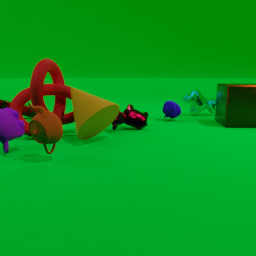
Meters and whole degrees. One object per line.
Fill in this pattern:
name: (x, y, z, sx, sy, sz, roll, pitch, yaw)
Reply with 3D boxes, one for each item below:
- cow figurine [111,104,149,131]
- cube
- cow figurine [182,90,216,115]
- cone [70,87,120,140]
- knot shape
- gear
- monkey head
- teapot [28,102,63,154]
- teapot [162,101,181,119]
cow figurine: (0.029, -0.255, 8.116, 1.146, 0.629, 1.127, 23, 29, 0)
cube: (3.621, -0.753, 8.964, 1.291, 1.291, 1.291, 1, 11, 3)
cow figurine: (2.940, -1.037, 10.978, 1.264, 1.285, 0.705, -34, 18, 6)
cone: (-1.070, -0.577, 6.878, 1.251, 1.247, 1.247, 50, 32, 16)
knot shape: (-2.133, -0.598, 7.245, 1.873, 2.002, 0.925, -43, 36, -19)
gear: (-3.585, -0.628, 9.581, 1.684, 0.311, 1.684, 15, 1, 0)
monkey head: (-2.648, 0.004, 5.867, 0.840, 1.167, 0.704, -38, -9, 39)
teapot: (-1.553, -0.013, 5.146, 0.652, 1.049, 0.514, -1, 20, 37)
teapot: (1.479, -0.592, 9.778, 0.684, 0.538, 1.100, 38, -12, 1)
